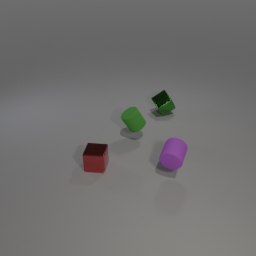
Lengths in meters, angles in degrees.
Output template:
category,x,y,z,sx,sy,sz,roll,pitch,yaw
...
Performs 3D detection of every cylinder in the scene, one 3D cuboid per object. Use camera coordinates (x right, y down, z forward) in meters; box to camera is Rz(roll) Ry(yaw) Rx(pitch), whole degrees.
category,x,y,z,sx,sy,sz,roll,pitch,yaw
cylinder,1.372,0.768,8.431,0.700,0.700,0.700,12,44,19
cylinder,0.201,-0.312,10.345,0.700,0.700,0.700,-26,31,17

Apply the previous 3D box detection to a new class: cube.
category,x,y,z,sx,sy,sz,roll,pitch,yaw
cube,-1.049,0.978,9.201,0.700,0.700,0.700,4,31,6
cube,1.556,-1.090,12.263,0.700,0.700,0.700,-33,54,6
